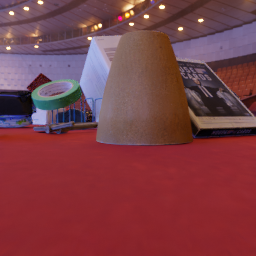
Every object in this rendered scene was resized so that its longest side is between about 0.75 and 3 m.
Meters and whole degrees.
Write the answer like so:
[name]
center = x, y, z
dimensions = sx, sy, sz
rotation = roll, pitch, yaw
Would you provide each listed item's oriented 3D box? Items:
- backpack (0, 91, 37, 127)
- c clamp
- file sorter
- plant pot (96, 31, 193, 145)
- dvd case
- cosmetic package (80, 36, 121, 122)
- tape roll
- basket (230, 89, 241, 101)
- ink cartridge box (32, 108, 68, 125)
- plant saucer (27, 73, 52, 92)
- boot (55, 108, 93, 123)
[backpack]
center = -4.300, -0.719, 10.550
dimensions = 1.703, 1.367, 1.861
rotation = -2, 9, -7
[c clamp]
center = -1.403, -0.012, 7.872
dimensions = 2.215, 0.351, 2.593
rotation = -4, 1, 35
[file sorter]
center = -1.895, -0.585, 10.606
dimensions = 1.859, 1.140, 1.290
rotation = -1, 3, -24
[plant pot]
center = 0.312, -0.722, 5.268
dimensions = 1.807, 1.938, 1.807
rotation = 0, 2, 0
[dvd case]
center = 1.752, -0.870, 6.879
dimensions = 2.045, 0.336, 2.721
rotation = -2, 47, -30
[cosmetic package]
center = -0.379, -2.101, 12.133
dimensions = 2.405, 2.419, 2.891
rotation = -13, -25, -29
[tape roll]
center = -2.551, -1.225, 10.060
dimensions = 1.723, 0.414, 1.723
rotation = -7, 33, 5
[basket]
center = 3.746, -0.883, 12.263
dimensions = 2.179, 1.643, 2.416
rotation = 21, 4, 15
[ink cartridge box]
center = -4.034, -0.607, 14.252
dimensions = 1.412, 0.811, 1.945
rotation = 1, 3, 23
[plant saucer]
center = -3.512, -1.738, 11.259
dimensions = 0.158, 0.860, 0.859
rotation = 50, 7, 35
[boot]
center = -2.105, -0.468, 12.640
dimensions = 2.062, 0.754, 1.552
rotation = -6, -1, 42
